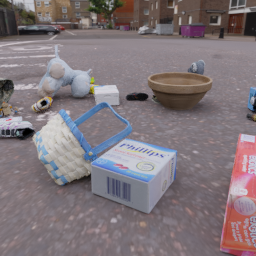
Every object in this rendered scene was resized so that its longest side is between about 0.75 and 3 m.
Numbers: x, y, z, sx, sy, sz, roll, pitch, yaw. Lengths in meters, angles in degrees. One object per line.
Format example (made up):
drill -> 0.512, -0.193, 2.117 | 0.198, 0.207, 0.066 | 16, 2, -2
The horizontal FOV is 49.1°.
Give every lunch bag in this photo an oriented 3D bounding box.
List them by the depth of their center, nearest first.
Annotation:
lunch bag -> -6.699, -1.420, 12.261 | 2.336, 1.675, 2.849 | 2, 26, 17

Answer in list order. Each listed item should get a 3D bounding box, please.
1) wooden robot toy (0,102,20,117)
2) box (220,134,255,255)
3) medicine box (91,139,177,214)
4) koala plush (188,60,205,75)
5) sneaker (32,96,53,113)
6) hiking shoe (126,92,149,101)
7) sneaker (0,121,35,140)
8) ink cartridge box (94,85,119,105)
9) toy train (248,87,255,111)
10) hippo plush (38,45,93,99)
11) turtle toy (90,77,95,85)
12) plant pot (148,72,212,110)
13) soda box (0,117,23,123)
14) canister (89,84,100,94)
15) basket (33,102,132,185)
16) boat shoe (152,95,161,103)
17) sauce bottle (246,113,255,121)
wooden robot toy -> -5.450, -0.862, 12.303 | 1.261, 0.572, 0.556 | -21, 22, -30
box -> 2.961, 1.349, 6.010 | 1.480, 1.366, 2.885 | 9, 24, 21
medicine box -> 0.197, 1.117, 7.188 | 1.604, 0.906, 1.761 | 13, 26, 27
koala plush -> 4.026, -3.103, 16.385 | 1.529, 1.664, 1.475 | 18, 28, 36
sneaker -> -3.798, -1.155, 12.965 | 0.626, 0.521, 1.390 | -21, 19, 32
hiking shoe -> 0.490, -1.707, 14.612 | 1.173, 0.444, 0.591 | 0, 26, 3
sneaker -> -4.054, 0.142, 9.998 | 1.441, 0.560, 1.008 | -14, 26, -30
ink cartridge box -> -1.100, -1.667, 14.197 | 1.165, 0.683, 1.591 | -4, 24, -7
toy train -> 6.861, -1.195, 12.440 | 2.886, 1.251, 1.649 | 3, 17, 7
hippo plush -> -3.282, -2.417, 14.978 | 2.390, 2.368, 2.973 | 23, 26, -25
turtle toy -> -2.433, -2.878, 17.515 | 0.752, 0.380, 0.548 | -1, 46, 3
plant pot -> 2.428, -1.734, 13.456 | 2.998, 1.384, 2.998 | 1, 23, 0
soda box -> -4.739, -0.065, 10.588 | 1.437, 0.489, 0.457 | -7, 23, -17
canister -> -2.147, -2.270, 16.041 | 0.950, 0.411, 0.706 | 14, 27, 34
basket -> -1.287, 0.247, 7.897 | 2.464, 1.714, 2.172 | -36, 31, -5
boat shoe -> 1.448, -1.468, 14.277 | 0.294, 0.248, 0.825 | -9, 23, -20
sauce bottle -> 5.425, -0.394, 11.643 | 0.321, 0.321, 0.992 | -17, 26, -36
